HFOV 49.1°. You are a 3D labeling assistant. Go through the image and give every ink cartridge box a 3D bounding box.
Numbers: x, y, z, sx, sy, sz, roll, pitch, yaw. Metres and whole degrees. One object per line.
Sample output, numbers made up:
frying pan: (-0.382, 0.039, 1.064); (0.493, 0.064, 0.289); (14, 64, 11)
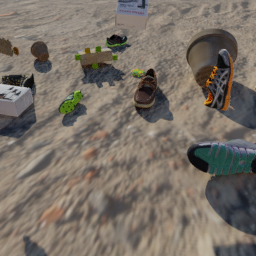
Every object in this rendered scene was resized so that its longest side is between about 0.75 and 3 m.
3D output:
ink cartridge box: (0.159, -4.030, 9.359); (1.042, 0.588, 1.419); (6, 63, 0)

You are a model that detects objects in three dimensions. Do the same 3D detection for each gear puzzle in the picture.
gear puzzle: (-3.668, -2.485, 8.600); (1.045, 0.541, 0.137); (23, 35, 27)

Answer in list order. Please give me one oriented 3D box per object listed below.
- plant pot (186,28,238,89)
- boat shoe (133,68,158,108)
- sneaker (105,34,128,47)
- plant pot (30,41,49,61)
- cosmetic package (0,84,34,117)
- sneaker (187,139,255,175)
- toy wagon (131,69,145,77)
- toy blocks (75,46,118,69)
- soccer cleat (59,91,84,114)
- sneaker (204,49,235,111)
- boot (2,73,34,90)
plant pot: (3.608, -2.788, 12.073); (2.232, 2.232, 1.936); (6, 52, 8)
boat shoe: (0.754, -1.682, 11.272); (0.887, 0.885, 2.458); (10, 36, 13)
sneaker: (-0.636, -5.252, 16.589); (1.533, 0.642, 0.588); (-25, 42, -31)
plant pot: (-4.504, -3.933, 14.623); (0.914, 0.914, 0.797); (-23, 58, -30)
cosmetic package: (-5.179, -1.191, 10.745); (2.748, 0.696, 1.134); (9, 35, 13)
sneaker: (2.817, 0.735, 7.999); (2.510, 0.934, 1.099); (8, 24, -7)
toy wagon: (0.576, -2.614, 13.248); (0.787, 0.156, 0.611); (14, 38, 19)
toy blocks: (-1.709, -3.681, 14.224); (2.077, 1.038, 1.420); (-11, 25, -13)
soccer cleat: (-2.251, -0.961, 10.705); (0.577, 0.481, 1.424); (-7, 31, 33)
sneaker: (2.500, -1.294, 7.741); (0.661, 1.711, 0.670); (0, 20, 5)
boot: (-4.714, -1.925, 11.883); (1.203, 0.585, 1.598); (-2, 31, -5)
